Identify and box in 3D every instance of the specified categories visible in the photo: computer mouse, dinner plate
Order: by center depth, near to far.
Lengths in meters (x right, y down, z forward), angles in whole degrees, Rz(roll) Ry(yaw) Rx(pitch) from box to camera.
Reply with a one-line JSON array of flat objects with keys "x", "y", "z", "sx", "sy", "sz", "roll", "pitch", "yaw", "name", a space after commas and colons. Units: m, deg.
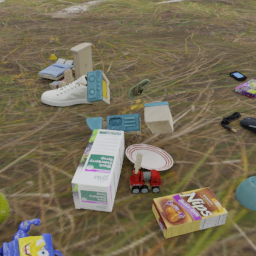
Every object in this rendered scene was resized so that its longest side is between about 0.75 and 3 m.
[{"x": 0.659, "y": 0.946, "z": 8.836, "sx": 1.530, "sy": 0.186, "sz": 1.530, "roll": 10, "pitch": 26, "yaw": -5, "name": "dinner plate"}, {"x": 4.484, "y": -0.136, "z": 10.455, "sx": 1.360, "sy": 0.446, "sz": 1.936, "roll": -21, "pitch": 38, "yaw": -30, "name": "computer mouse"}]

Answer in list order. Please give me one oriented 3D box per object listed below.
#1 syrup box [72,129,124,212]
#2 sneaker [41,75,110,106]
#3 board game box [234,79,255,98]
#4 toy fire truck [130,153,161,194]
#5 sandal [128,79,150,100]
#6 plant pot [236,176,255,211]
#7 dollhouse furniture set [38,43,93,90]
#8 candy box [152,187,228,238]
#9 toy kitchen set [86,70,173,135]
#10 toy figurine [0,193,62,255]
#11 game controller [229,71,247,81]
[{"x": -0.753, "y": 1.115, "z": 8.049, "sx": 0.972, "sy": 1.005, "sz": 2.469, "roll": 4, "pitch": 33, "yaw": 7, "name": "syrup box"}, {"x": -2.303, "y": -1.714, "z": 12.146, "sx": 2.960, "sy": 1.253, "sz": 1.078, "roll": -5, "pitch": 35, "yaw": -4, "name": "sneaker"}, {"x": 5.949, "y": -1.889, "z": 13.335, "sx": 1.632, "sy": 0.264, "sz": 0.980, "roll": -25, "pitch": 45, "yaw": -33, "name": "board game box"}, {"x": 0.484, "y": 1.261, "z": 7.833, "sx": 0.866, "sy": 0.984, "sz": 0.633, "roll": -2, "pitch": 34, "yaw": -2, "name": "toy fire truck"}, {"x": 0.346, "y": -1.244, "z": 9.113, "sx": 0.360, "sy": 0.906, "sz": 0.258, "roll": 33, "pitch": 27, "yaw": -36, "name": "sandal"}, {"x": 3.441, "y": 1.674, "z": 7.546, "sx": 0.919, "sy": 0.619, "sz": 0.919, "roll": 0, "pitch": 34, "yaw": 0, "name": "plant pot"}, {"x": -3.447, "y": -3.190, "z": 13.882, "sx": 2.738, "sy": 1.787, "sz": 2.585, "roll": 15, "pitch": 36, "yaw": 22, "name": "dollhouse furniture set"}, {"x": 1.530, "y": 2.093, "z": 7.062, "sx": 1.615, "sy": 0.456, "sz": 0.942, "roll": -8, "pitch": 33, "yaw": -15, "name": "candy box"}, {"x": -0.041, "y": -0.976, "z": 9.192, "sx": 2.799, "sy": 1.649, "sz": 2.242, "roll": -5, "pitch": 76, "yaw": 12, "name": "toy kitchen set"}, {"x": -2.282, "y": 2.686, "z": 5.969, "sx": 1.672, "sy": 1.472, "sz": 2.791, "roll": 15, "pitch": 26, "yaw": -33, "name": "toy figurine"}, {"x": 5.734, "y": -2.717, "z": 14.599, "sx": 0.516, "sy": 0.208, "sz": 0.988, "roll": -9, "pitch": 33, "yaw": -13, "name": "game controller"}]
